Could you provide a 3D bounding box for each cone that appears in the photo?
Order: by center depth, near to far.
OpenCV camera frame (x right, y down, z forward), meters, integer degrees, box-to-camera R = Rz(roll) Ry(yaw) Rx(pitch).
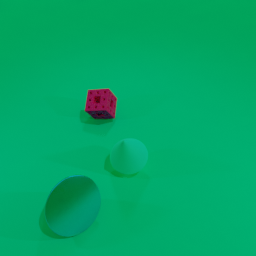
[{"bbox_3d":[-1.442,1.537,6.118,1.237,1.237,1.242,-29,20,-33],"label":"cone"},{"bbox_3d":[-0.037,0.491,6.593,0.962,0.966,0.962,-3,64,6],"label":"cone"}]

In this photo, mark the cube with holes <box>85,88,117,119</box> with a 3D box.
[{"bbox_3d":[-0.822,-0.732,8.678,0.703,0.703,0.703,-1,71,20],"label":"cube with holes"}]
